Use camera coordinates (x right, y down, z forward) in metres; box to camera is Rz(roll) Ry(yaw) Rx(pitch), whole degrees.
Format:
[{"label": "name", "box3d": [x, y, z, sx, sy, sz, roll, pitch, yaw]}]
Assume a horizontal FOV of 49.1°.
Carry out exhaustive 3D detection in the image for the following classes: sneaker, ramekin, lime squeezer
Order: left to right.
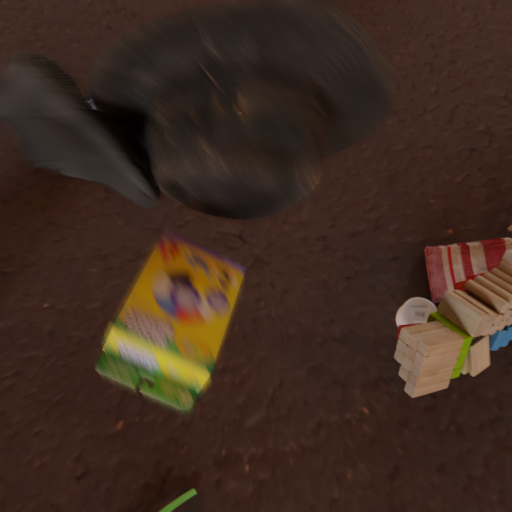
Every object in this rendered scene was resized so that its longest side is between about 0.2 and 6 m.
[{"label": "sneaker", "box3d": [-2.499, -1.553, 7.868, 1.201, 1.005, 2.647, -41, 108, 18]}, {"label": "lime squeezer", "box3d": [-1.658, 4.193, 7.542, 0.848, 0.453, 2.402, 18, 61, 10]}, {"label": "ramekin", "box3d": [2.718, 1.031, 9.392, 0.681, 0.332, 0.681, 0, 60, 0]}]

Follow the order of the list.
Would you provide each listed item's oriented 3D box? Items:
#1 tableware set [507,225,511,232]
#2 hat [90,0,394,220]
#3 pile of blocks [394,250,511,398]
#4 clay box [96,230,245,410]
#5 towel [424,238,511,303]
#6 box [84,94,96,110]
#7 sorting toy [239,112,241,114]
[{"label": "tableware set", "box3d": [5.727, 0.611, 9.616, 3.343, 0.388, 2.793, 33, 66, 18]}, {"label": "hat", "box3d": [-0.190, -1.497, 7.664, 4.178, 4.178, 1.685, -1, 66, 0]}, {"label": "pile of blocks", "box3d": [3.456, 0.991, 9.045, 3.307, 1.358, 1.028, -28, 38, -15]}, {"label": "clay box", "box3d": [-0.983, 0.727, 6.954, 1.241, 0.514, 2.160, 26, 41, -8]}, {"label": "towel", "box3d": [3.768, 0.245, 9.713, 1.532, 0.174, 1.104, -7, 59, 12]}, {"label": "box", "box3d": [-3.033, -2.523, 11.046, 1.190, 0.733, 1.180, -34, 82, -17]}, {"label": "sorting toy", "box3d": [-1.206, -2.994, 11.724, 1.787, 0.326, 1.654, 32, 65, 22]}]
